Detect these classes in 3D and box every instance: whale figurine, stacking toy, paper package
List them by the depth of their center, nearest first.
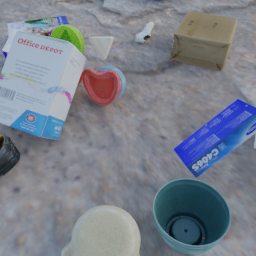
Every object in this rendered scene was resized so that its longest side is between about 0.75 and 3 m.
[{"bbox_3d":[-0.452,2.485,5.223,1.577,1.029,1.982,5,70,9],"label":"whale figurine"},{"bbox_3d":[-1.183,-1.987,8.598,2.509,2.272,1.060,17,34,17],"label":"stacking toy"},{"bbox_3d":[2.877,-3.375,10.613,2.082,1.130,2.184,16,49,15],"label":"paper package"}]

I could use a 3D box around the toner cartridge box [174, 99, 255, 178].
[{"bbox_3d":[1.945,0.195,6.060,1.857,0.401,0.882,-39,24,6],"label":"toner cartridge box"}]

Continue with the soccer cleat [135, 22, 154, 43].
[{"bbox_3d":[0.789,-3.948,11.676,0.520,0.464,1.340,28,59,18],"label":"soccer cleat"}]

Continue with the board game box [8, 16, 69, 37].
[{"bbox_3d":[-3.480,-3.633,11.288,2.467,0.509,2.473,-14,48,-13],"label":"board game box"}]

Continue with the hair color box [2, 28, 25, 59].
[{"bbox_3d":[-3.249,-2.692,9.868,1.898,0.615,1.038,15,67,-1],"label":"hair color box"}]

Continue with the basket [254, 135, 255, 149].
[{"bbox_3d":[4.255,-0.290,7.065,1.258,2.039,1.382,21,49,11],"label":"basket"}]

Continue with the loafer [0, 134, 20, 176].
[{"bbox_3d":[-3.579,1.079,6.484,0.865,0.859,2.376,19,50,16],"label":"loafer"}]

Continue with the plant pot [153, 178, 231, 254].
[{"bbox_3d":[1.201,1.885,5.612,1.449,0.971,1.449,0,42,0],"label":"plant pot"}]

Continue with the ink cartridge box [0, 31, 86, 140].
[{"bbox_3d":[-2.449,-1.143,7.628,1.814,1.062,2.509,18,87,16],"label":"ink cartridge box"}]
